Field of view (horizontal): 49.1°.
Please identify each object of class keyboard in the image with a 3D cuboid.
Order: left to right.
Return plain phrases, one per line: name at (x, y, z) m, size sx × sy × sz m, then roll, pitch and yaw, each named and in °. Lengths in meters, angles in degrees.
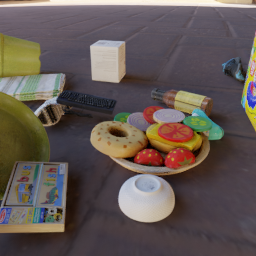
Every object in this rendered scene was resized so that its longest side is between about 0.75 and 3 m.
keyboard at (-1.283, -0.689, 8.311) m, size 1.752 × 0.180 × 1.113 m, roll 11°, pitch 44°, yaw 6°

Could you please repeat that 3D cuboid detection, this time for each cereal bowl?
cereal bowl at (0.363, 1.242, 5.379) m, size 1.092 × 0.455 × 1.092 m, roll 1°, pitch 27°, yaw 0°

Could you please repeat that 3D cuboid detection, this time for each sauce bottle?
sauce bottle at (1.694, -0.896, 9.036) m, size 2.006 × 0.662 × 0.662 m, roll 22°, pitch 36°, yaw 32°

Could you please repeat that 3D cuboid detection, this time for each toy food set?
toy food set at (0.671, 0.186, 7.054) m, size 2.744 × 0.668 × 2.716 m, roll 16°, pitch 33°, yaw 28°

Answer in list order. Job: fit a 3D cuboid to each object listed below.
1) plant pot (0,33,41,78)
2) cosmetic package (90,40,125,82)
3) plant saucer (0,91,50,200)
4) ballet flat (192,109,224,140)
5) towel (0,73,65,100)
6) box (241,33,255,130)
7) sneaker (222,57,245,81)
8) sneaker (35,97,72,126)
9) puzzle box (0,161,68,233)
plant pot at (-4.701, -2.961, 11.739) m, size 1.889 × 2.055 × 2.055 m, roll 0°, pitch 27°, yaw -26°
cosmetic package at (-0.800, -2.799, 11.665) m, size 1.185 × 1.425 × 1.192 m, roll 6°, pitch 30°, yaw 11°
plant saucer at (-2.855, 0.314, 5.787) m, size 0.391 × 2.516 × 2.516 m, roll -35°, pitch 7°, yaw 37°
ballet flat at (2.045, -0.131, 7.815) m, size 0.512 × 0.490 × 1.454 m, roll -9°, pitch 31°, yaw -17°
towel at (-3.894, -1.461, 10.421) m, size 2.984 × 0.458 × 2.226 m, roll -5°, pitch 27°, yaw -5°
box at (4.431, -1.258, 7.779) m, size 1.575 × 2.488 × 2.583 m, roll 4°, pitch 29°, yaw 7°
sneaker at (4.469, -2.411, 11.919) m, size 0.835 × 0.746 × 2.038 m, roll -12°, pitch 21°, yaw 22°
sneaker at (-2.369, -0.539, 8.543) m, size 0.702 × 0.651 × 1.732 m, roll -3°, pitch 24°, yaw 23°
puzzle box at (-1.748, 1.243, 5.371) m, size 1.120 × 0.214 × 1.684 m, roll 2°, pitch 31°, yaw -12°
